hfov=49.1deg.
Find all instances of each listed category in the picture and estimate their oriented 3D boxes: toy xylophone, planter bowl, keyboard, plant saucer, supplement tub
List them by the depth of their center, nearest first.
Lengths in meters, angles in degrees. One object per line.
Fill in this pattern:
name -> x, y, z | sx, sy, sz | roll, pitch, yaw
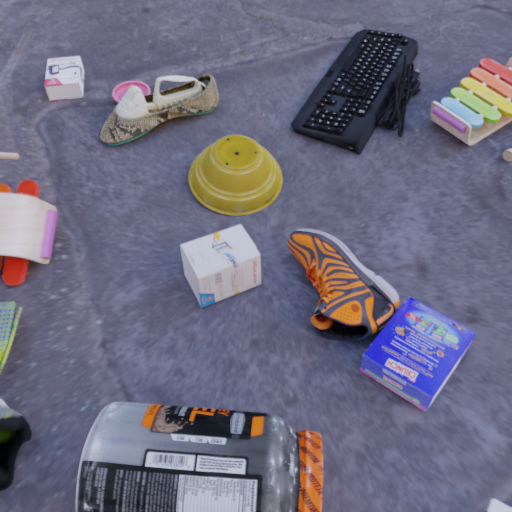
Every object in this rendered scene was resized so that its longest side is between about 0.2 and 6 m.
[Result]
supplement tub -> -0.655, 2.895, 7.269 | 2.917, 1.787, 1.787 | 4, 52, 2
toy xylophone -> -5.217, -0.799, 10.251 | 3.152, 0.792, 2.307 | 11, 79, 5
planter bowl -> -0.409, -1.850, 11.400 | 1.977, 0.824, 1.977 | 1, 59, -2
toy xylophone -> 5.496, -3.361, 12.736 | 2.233, 0.766, 3.050 | 38, 62, 25
keyboard -> 2.794, -4.296, 13.397 | 2.422, 0.922, 4.654 | 21, 56, 16
plant saucer -> -2.988, -3.855, 13.461 | 0.908, 0.230, 0.908 | 1, 52, -1

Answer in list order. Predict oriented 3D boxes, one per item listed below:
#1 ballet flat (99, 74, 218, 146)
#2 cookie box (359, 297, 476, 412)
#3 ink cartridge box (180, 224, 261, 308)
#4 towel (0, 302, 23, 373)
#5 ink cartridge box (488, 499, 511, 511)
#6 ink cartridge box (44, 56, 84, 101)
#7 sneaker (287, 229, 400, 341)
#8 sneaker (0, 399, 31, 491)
ballet flat -> -2.223, -3.474, 12.612 | 2.940, 1.107, 0.997 | -23, 56, -17
cookie box -> 2.589, 1.547, 9.039 | 1.245, 0.547, 1.456 | 31, 58, 27
ink cartridge box -> -0.614, 0.163, 9.924 | 1.188, 0.875, 0.859 | -20, 52, -17
towel -> -4.875, 1.342, 8.846 | 2.006, 0.228, 1.441 | 0, 51, 1
ink cartridge box -> 3.551, 3.889, 7.334 | 1.293, 0.438, 0.750 | 27, 58, 18
ink cartridge box -> -4.673, -4.347, 13.685 | 0.812, 0.473, 1.121 | -8, 53, -6
sneaker -> 1.203, 0.514, 9.657 | 2.361, 0.916, 1.323 | 37, 60, 25
sneaker -> -3.958, 3.053, 7.574 | 1.056, 0.891, 2.415 | 2, 45, 29
